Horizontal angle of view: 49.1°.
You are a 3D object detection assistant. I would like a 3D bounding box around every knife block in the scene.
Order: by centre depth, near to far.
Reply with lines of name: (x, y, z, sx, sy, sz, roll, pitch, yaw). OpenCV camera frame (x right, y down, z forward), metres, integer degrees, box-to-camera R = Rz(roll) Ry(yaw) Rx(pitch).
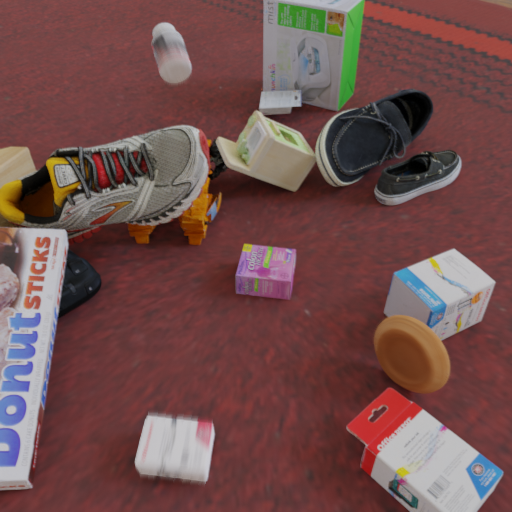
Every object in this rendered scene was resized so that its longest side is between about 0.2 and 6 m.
knife block: (-4.456, -0.064, 7.542, 3.636, 1.163, 3.191, -22, 37, -23)

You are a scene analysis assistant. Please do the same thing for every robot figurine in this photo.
robot figurine: (-1.346, -1.243, 9.563, 1.810, 0.727, 2.497, 3, 43, 3)

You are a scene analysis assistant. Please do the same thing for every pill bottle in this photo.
pill bottle: (-1.456, -3.450, 9.449, 0.542, 0.542, 0.979, -12, 62, -13)

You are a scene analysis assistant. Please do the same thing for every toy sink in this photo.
toy sink: (0.181, -1.882, 9.747, 1.456, 0.816, 0.949, 16, 33, -31)

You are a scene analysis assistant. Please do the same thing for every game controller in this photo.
game controller: (-3.626, 0.755, 7.558, 2.969, 0.625, 1.549, -33, 37, -32)

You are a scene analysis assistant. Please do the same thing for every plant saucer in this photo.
plant saucer: (1.789, 1.191, 6.623, 0.188, 1.003, 1.003, -26, 47, -37)

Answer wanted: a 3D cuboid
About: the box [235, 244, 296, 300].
box: (0.149, 0.224, 8.172, 0.795, 0.384, 0.699, 6, 42, 7)

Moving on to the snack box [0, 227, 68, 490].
snack box: (-3.037, 1.039, 6.646, 1.177, 0.398, 3.275, 2, 54, -11)

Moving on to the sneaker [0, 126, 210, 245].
sneaker: (-2.159, -0.971, 7.954, 3.288, 1.351, 1.280, -20, 76, 16)

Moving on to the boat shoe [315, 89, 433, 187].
boat shoe: (2.216, -2.279, 10.263, 3.238, 1.208, 1.008, -36, 14, -37)

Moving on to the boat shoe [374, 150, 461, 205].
boat shoe: (2.958, -1.518, 9.971, 2.055, 0.582, 0.705, -27, 49, -27)

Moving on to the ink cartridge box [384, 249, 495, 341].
ink cartridge box: (2.430, 0.565, 7.477, 1.090, 0.802, 0.788, -20, 46, -21)

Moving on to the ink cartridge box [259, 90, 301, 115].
ink cartridge box: (0.527, -3.274, 11.950, 0.888, 0.192, 0.872, 0, 38, 6)

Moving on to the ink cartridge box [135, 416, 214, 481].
ink cartridge box: (-0.868, 2.089, 6.073, 0.748, 0.316, 0.542, 5, 52, 4)

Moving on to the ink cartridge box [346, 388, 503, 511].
ink cartridge box: (1.711, 2.161, 5.932, 0.823, 0.476, 1.416, -31, 50, -30)

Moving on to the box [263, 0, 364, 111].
box: (1.190, -4.517, 12.145, 1.905, 2.158, 1.044, 20, 46, 20)
